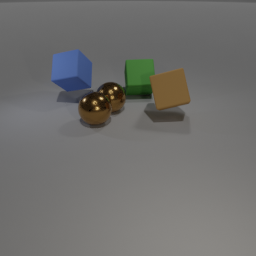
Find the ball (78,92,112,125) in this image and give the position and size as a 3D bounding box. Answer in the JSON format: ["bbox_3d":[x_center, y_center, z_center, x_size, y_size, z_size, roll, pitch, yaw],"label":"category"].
[{"bbox_3d":[-1.365,-0.810,11.623,1.400,1.400,1.400,0,28,0],"label":"ball"}]

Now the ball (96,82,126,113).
[{"bbox_3d":[-0.788,-1.396,12.767,1.400,1.400,1.400,0,28,0],"label":"ball"}]

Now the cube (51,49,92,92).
[{"bbox_3d":[-2.666,-2.716,13.447,1.400,1.400,1.400,-6,-16,20],"label":"cube"}]

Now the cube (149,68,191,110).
[{"bbox_3d":[1.791,-1.589,11.873,1.400,1.400,1.400,-13,0,10],"label":"cube"}]

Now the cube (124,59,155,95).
[{"bbox_3d":[0.580,-2.585,14.390,1.400,1.400,1.400,-3,-13,-4],"label":"cube"}]
